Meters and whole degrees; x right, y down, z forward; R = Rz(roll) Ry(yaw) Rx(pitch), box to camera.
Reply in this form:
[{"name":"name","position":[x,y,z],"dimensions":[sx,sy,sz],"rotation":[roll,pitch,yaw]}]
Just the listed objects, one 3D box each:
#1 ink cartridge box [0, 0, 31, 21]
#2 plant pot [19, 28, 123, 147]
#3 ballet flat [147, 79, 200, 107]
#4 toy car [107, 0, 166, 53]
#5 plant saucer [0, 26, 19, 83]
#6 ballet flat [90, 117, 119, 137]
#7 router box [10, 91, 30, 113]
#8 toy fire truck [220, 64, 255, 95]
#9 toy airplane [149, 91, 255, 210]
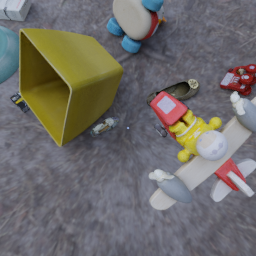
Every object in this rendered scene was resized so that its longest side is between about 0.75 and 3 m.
[{"name":"ink cartridge box","position":[-4.050,-4.172,9.589],"dimensions":[1.190,0.496,0.864],"rotation":[8,64,4]},{"name":"plant pot","position":[-1.403,-1.217,7.250],"dimensions":[1.897,2.150,2.150],"rotation":[-27,65,-35]},{"name":"ballet flat","position":[1.330,-1.053,8.090],"dimensions":[1.709,0.396,0.576],"rotation":[-18,65,-9]},{"name":"toy car","position":[0.646,-3.574,8.924],"dimensions":[1.926,1.775,1.704],"rotation":[-17,61,-40]},{"name":"plant saucer","position":[-4.649,-2.382,8.718],"dimensions":[2.649,0.476,2.649],"rotation":[0,63,0]},{"name":"ballet flat","position":[-0.628,-0.069,7.653],"dimensions":[0.907,0.326,0.326],"rotation":[-33,68,-15]},{"name":"router box","position":[-2.920,-0.886,8.118],"dimensions":[0.597,0.198,0.760],"rotation":[40,70,18]},{"name":"toy fire truck","position":[3.301,-1.495,8.271],"dimensions":[0.862,0.575,1.026],"rotation":[21,63,31]},{"name":"toy airplane","position":[1.157,0.338,3.971],"dimensions":[1.732,1.228,1.740],"rotation":[2,88,4]}]
